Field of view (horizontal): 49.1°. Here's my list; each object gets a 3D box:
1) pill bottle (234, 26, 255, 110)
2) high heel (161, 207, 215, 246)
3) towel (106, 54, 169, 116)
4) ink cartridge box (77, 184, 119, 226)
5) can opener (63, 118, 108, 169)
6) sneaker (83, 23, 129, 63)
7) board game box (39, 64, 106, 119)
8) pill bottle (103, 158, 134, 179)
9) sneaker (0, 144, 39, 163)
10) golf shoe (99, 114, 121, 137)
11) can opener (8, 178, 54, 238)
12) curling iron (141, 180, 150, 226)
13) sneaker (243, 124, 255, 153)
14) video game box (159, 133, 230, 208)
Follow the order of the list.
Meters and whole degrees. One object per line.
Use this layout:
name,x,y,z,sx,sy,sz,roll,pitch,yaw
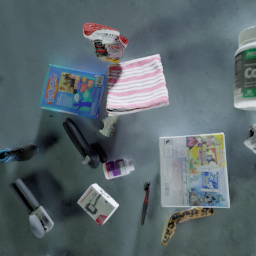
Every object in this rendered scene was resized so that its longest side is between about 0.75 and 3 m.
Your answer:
pill bottle,4.905,-2.213,10.635,1.640,1.640,2.900,3,82,0
high heel,2.207,3.556,10.296,1.515,0.759,2.125,25,74,9
towel,0.267,-1.695,10.251,2.168,0.443,2.962,-10,47,8
ink cartridge box,-0.935,2.367,8.736,1.039,0.438,0.752,40,94,14
can opener,-1.788,0.602,10.846,2.290,0.900,0.726,48,124,9
sneaker,-0.757,-3.000,10.155,1.060,2.723,1.119,20,98,21
board game box,-2.160,-1.426,11.097,2.298,0.517,1.747,12,83,2
pill bottle,-0.353,1.519,10.659,1.126,0.633,0.633,-14,83,-2
sneaker,-4.298,1.015,10.689,1.718,0.704,0.629,-15,82,-3
golf shoe,-0.686,-0.323,10.984,0.648,0.522,1.332,21,82,8
can opener,-3.636,2.922,10.452,0.622,0.785,2.361,-37,79,-3
curling iron,0.620,2.834,10.668,0.422,0.217,1.702,9,85,-36
sneaker,5.226,-0.006,10.860,0.791,0.734,1.953,33,83,13
video game box,2.377,1.551,10.218,2.360,0.606,2.590,-5,77,22
